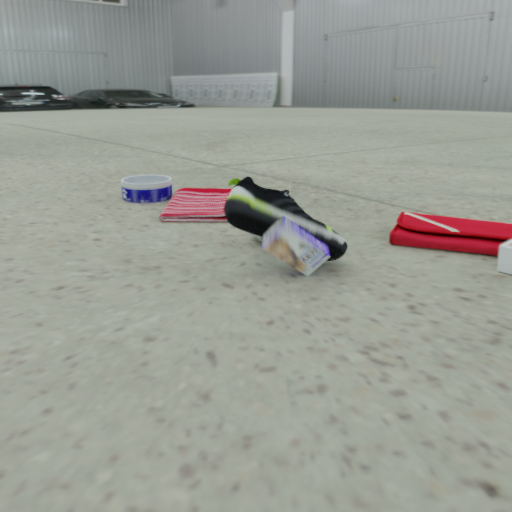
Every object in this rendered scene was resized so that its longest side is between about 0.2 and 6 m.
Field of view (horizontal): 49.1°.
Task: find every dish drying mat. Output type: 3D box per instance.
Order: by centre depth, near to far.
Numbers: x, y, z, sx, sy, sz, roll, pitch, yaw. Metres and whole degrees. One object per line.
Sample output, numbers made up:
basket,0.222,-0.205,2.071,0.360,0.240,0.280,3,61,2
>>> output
dish drying mat,4.892,-0.360,10.729,4.392,0.400,1.687,7,19,20

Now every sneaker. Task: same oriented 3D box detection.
sneaker,0.578,-0.736,9.681,2.341,0.839,0.969,24,60,-7

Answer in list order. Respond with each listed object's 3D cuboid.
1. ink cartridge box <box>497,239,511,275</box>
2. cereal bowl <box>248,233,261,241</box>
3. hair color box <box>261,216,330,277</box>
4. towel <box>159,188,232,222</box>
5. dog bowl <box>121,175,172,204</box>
ink cartridge box,4.722,0.085,9.283,0.835,0.482,1.143,-17,25,-41
cereal bowl,0.286,-0.533,11.033,1.051,0.438,1.051,-3,5,0
hair color box,0.637,-0.141,9.042,1.012,0.553,0.328,32,30,-24
towel,-1.243,-1.278,13.648,1.875,0.291,2.592,-1,19,1
dog bowl,-2.872,-1.772,14.740,1.316,0.518,1.316,0,19,0
